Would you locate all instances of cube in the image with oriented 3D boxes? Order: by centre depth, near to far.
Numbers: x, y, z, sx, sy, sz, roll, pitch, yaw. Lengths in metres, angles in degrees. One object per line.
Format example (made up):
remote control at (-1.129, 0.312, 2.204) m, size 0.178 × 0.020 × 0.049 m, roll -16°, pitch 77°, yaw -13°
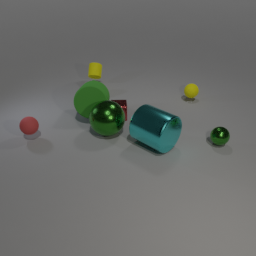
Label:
cube at (-0.398, -0.778, 12.244) m, size 0.700 × 0.700 × 0.700 m, roll -1°, pitch 31°, yaw -2°

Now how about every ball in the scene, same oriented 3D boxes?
ball at (3.397, 0.293, 10.344) m, size 0.700 × 0.700 × 0.700 m, roll 0°, pitch 31°, yaw 0°
ball at (-3.746, -0.089, 10.620) m, size 0.700 × 0.700 × 0.700 m, roll 0°, pitch 31°, yaw 0°
ball at (-0.806, -0.378, 10.871) m, size 1.400 × 1.400 × 1.400 m, roll 0°, pitch 31°, yaw 0°
ball at (3.081, -1.809, 13.620) m, size 0.700 × 0.700 × 0.700 m, roll 0°, pitch 31°, yaw 0°

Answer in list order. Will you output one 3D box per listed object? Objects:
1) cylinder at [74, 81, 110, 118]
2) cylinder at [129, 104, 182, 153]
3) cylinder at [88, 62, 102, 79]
cylinder at (-1.524, -1.245, 12.038) m, size 1.400 × 1.400 × 1.400 m, roll 0°, pitch 17°, yaw 0°
cylinder at (0.999, 0.003, 10.152) m, size 1.400 × 1.400 × 1.400 m, roll 26°, pitch 40°, yaw 35°
cylinder at (-1.754, -3.049, 14.960) m, size 0.700 × 0.700 × 0.700 m, roll 4°, pitch -7°, yaw 1°
